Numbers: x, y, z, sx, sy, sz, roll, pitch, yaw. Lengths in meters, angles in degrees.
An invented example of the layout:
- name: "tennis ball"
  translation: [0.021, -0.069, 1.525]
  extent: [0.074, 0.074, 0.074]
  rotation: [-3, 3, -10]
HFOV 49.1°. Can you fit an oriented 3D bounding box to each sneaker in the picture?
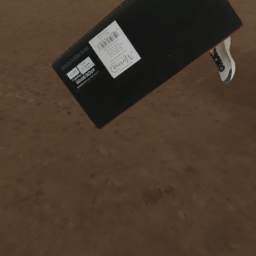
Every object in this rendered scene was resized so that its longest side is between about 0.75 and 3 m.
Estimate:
- name: "sneaker"
  translation: [2.158, -1.643, 6.561]
  extent: [0.507, 0.472, 1.278]
  rotation: [-7, 83, -12]

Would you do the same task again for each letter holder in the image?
- name: "letter holder"
  translation: [0.324, -1.366, 4.916]
  extent: [2.599, 1.307, 1.847]
  rotation: [-35, 4, 15]
